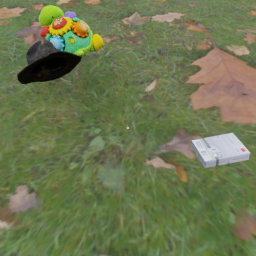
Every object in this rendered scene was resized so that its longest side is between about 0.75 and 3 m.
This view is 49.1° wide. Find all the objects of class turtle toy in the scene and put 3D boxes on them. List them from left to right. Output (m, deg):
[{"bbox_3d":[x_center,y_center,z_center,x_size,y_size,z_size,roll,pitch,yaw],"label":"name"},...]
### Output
[{"bbox_3d":[-2.118,-3.093,9.201,1.856,1.287,2.547,-35,55,-6],"label":"turtle toy"}]

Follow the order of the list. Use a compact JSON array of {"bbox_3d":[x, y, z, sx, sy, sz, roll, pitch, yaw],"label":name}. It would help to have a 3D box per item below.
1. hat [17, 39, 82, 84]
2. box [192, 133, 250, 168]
[{"bbox_3d":[-2.026,-1.735,6.956,1.800,1.800,0.726,-19,87,-19],"label":"hat"},{"bbox_3d":[1.894,0.447,5.803,0.942,0.194,0.734,-11,34,-6],"label":"box"}]
